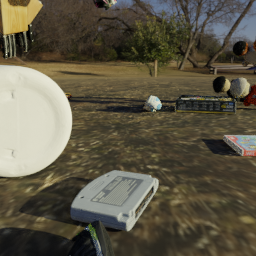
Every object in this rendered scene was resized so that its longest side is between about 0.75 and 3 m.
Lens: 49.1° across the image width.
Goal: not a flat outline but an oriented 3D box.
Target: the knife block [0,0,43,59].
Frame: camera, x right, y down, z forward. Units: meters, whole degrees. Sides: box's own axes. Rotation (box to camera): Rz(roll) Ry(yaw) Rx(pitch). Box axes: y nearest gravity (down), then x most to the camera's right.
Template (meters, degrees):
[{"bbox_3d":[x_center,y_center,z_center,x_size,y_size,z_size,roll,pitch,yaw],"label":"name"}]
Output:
[{"bbox_3d":[-3.371,-3.025,7.609,0.702,1.925,2.193,36,0,22],"label":"knife block"}]

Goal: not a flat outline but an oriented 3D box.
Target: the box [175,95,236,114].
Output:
[{"bbox_3d":[3.090,-0.965,11.146,2.199,0.543,1.756,4,15,16],"label":"box"}]

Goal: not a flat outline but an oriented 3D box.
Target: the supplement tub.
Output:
[{"bbox_3d":[-2.260,-0.298,5.280,1.767,1.767,2.679,-7,15,-29],"label":"supplement tub"}]

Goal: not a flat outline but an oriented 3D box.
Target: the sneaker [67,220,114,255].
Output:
[{"bbox_3d":[-0.306,1.147,2.310,0.389,0.337,0.940,-26,15,-5],"label":"sneaker"}]

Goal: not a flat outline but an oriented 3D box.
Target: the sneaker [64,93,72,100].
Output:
[{"bbox_3d":[-3.517,-1.669,14.774,1.073,0.418,0.441,6,6,-18],"label":"sneaker"}]

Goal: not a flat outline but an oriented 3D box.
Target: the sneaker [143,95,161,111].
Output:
[{"bbox_3d":[0.974,-0.925,11.082,0.643,0.637,1.774,33,7,-2],"label":"sneaker"}]

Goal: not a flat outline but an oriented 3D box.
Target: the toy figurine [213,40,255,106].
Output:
[{"bbox_3d":[5.188,-2.384,11.820,2.012,2.847,2.892,20,12,-7],"label":"toy figurine"}]

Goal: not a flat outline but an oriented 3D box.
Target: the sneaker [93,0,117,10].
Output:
[{"bbox_3d":[-1.030,-4.465,9.667,1.290,0.557,0.518,33,-7,31],"label":"sneaker"}]

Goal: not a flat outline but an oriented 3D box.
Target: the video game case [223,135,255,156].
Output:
[{"bbox_3d":[3.066,0.365,5.987,1.689,0.147,1.208,0,12,2],"label":"video game case"}]

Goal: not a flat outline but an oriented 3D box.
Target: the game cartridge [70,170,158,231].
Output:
[{"bbox_3d":[-0.157,0.865,3.571,0.813,0.254,1.222,0,12,22],"label":"game cartridge"}]
